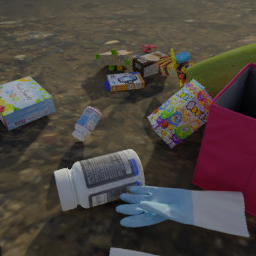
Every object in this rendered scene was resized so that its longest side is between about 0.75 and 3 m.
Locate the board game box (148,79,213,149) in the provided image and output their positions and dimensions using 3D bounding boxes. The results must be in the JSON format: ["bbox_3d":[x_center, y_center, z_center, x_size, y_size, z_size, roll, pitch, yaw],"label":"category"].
[{"bbox_3d":[1.563,-0.410,8.021,1.742,0.897,0.913,-40,25,10],"label":"board game box"}]

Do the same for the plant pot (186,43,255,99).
[{"bbox_3d":[3.358,-1.376,9.043,2.849,2.665,2.665,-3,37,13],"label":"plant pot"}]

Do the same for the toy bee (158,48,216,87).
[{"bbox_3d":[1.985,-2.256,10.431,2.418,1.583,1.314,-11,34,53],"label":"toy bee"}]

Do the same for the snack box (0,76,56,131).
[{"bbox_3d":[-3.738,-0.931,9.692,1.685,0.676,1.998,-26,45,-27],"label":"snack box"}]

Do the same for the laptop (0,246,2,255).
[{"bbox_3d":[-3.296,3.221,4.837,2.029,1.048,1.799,8,30,-34],"label":"laptop"}]

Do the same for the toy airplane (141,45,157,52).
[{"bbox_3d":[1.022,-4.028,14.120,0.856,0.157,0.856,-3,36,2],"label":"toy airplane"}]

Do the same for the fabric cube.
[{"bbox_3d":[3.325,0.339,6.572,2.521,2.513,2.473,25,44,28],"label":"fabric cube"}]

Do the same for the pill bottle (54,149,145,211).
[{"bbox_3d":[-0.678,1.229,6.583,1.926,1.096,1.096,-12,39,-15],"label":"pill bottle"}]

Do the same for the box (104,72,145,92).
[{"bbox_3d":[-0.184,-1.857,11.211,1.531,0.317,0.911,-6,38,-11],"label":"box"}]

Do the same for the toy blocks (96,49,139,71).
[{"bbox_3d":[-0.358,-3.154,12.487,1.778,0.889,1.216,10,28,32],"label":"toy blocks"}]

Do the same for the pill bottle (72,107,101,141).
[{"bbox_3d":[-1.271,-0.116,8.545,0.539,0.539,0.992,22,70,25],"label":"pill bottle"}]

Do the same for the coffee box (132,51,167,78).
[{"bbox_3d":[1.016,-2.782,12.167,1.463,0.583,0.837,-24,44,-27],"label":"coffee box"}]

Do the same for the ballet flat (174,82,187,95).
[{"bbox_3d":[2.662,-1.646,10.611,2.189,0.690,0.751,-20,46,-24],"label":"ballet flat"}]

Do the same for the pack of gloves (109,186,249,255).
[{"bbox_3d":[1.032,2.152,5.386,2.769,0.546,2.326,3,53,3],"label":"pack of gloves"}]
